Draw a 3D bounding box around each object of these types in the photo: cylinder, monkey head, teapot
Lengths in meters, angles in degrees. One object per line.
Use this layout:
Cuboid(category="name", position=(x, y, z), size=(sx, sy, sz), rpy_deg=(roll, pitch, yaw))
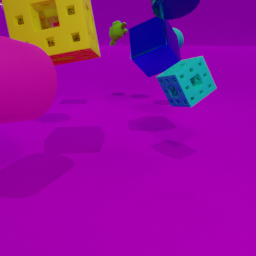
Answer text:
Cuboid(category="cylinder", position=(-1.994, -0.720, 4.254), size=(1.321, 1.321, 1.321), rpy_deg=(7, 9, 20))
Cuboid(category="cylinder", position=(0.979, -3.190, 6.230), size=(1.078, 1.078, 1.078), rpy_deg=(-8, -14, -2))
Cuboid(category="monkey head", position=(-0.361, -3.948, 11.578), size=(0.831, 1.155, 0.696), rpy_deg=(11, 47, -33))
Cuboid(category="teapot", position=(-2.523, -2.873, 7.198), size=(1.921, 0.941, 1.194), rpy_deg=(31, -5, -42))

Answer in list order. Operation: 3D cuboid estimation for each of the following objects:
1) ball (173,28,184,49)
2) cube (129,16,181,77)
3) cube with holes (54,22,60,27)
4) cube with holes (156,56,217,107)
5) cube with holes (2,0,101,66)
Cuboid(category="ball", position=(1.536, -3.123, 10.056), size=(0.899, 0.899, 0.899), rpy_deg=(0, 18, 0))
Cuboid(category="cube", position=(0.694, -2.061, 7.129), size=(0.981, 0.981, 0.981), rpy_deg=(-16, -26, 26))
Cuboid(category="cube with holes", position=(-2.308, -3.710, 9.630), size=(0.821, 0.821, 0.821), rpy_deg=(28, 37, -23))
Cuboid(category="cube with holes", position=(1.169, -0.917, 5.663), size=(0.716, 0.716, 0.716), rpy_deg=(-35, 18, -17))
Cuboid(category="cube with holes", position=(-1.421, -2.036, 5.513), size=(1.370, 1.370, 1.370), rpy_deg=(-10, 7, 3))
